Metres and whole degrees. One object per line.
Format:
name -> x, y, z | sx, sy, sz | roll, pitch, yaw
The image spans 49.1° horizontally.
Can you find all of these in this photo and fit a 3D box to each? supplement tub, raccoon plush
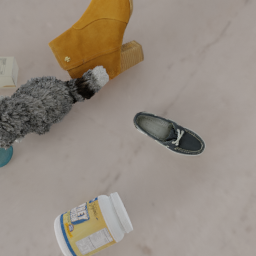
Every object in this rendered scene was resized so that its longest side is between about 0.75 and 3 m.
supplement tub -> -0.738, 2.146, 6.181 | 1.476, 1.068, 1.068 | -25, 79, -4
raccoon plush -> -1.868, -0.670, 6.066 | 2.720, 1.823, 1.316 | -37, 97, 14

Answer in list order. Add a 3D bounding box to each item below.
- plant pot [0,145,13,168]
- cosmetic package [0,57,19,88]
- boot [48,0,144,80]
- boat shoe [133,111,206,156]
plant pot -> -3.298, 0.541, 6.693 | 0.801, 0.752, 0.801 | 0, 78, 1
cosmetic package -> -3.498, -1.384, 7.016 | 1.331, 0.473, 0.700 | -1, 61, -7
boot -> -0.911, -2.405, 6.528 | 2.092, 1.028, 2.922 | -24, 121, -8
boat shoe -> 0.992, 0.164, 6.814 | 1.900, 0.573, 0.719 | 20, 89, 7
